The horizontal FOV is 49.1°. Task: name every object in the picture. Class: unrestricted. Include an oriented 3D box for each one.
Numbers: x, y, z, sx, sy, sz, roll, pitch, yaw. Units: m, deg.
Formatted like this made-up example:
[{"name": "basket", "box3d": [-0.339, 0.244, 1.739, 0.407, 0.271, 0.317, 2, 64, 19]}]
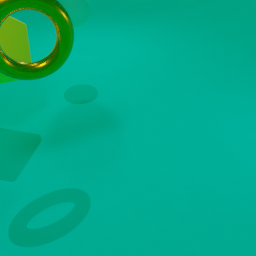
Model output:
[{"name": "cube", "box3d": [-3.199, -1.785, 6.428, 1.341, 1.341, 1.341, -7, 2, 14]}, {"name": "ring", "box3d": [-1.709, -1.550, 4.837, 1.607, 1.607, 0.321, -17, 47, -21]}, {"name": "ball", "box3d": [-1.696, -3.639, 8.583, 1.105, 1.105, 1.105, 0, 38, 0]}]
